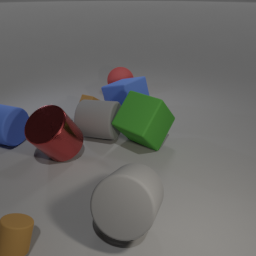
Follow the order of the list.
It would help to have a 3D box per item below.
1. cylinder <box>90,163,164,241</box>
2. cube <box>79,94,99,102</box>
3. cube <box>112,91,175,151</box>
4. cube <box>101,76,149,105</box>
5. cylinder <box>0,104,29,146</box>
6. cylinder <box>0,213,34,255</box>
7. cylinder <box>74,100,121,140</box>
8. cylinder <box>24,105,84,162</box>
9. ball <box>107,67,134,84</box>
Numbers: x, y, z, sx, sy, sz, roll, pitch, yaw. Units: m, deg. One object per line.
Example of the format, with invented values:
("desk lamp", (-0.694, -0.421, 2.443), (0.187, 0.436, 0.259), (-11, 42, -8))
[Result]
("cylinder", (0.037, 1.603, 6.374), (1.400, 1.400, 1.400), (8, 5, 14))
("cube", (-1.601, -0.941, 11.852), (0.700, 0.700, 0.700), (15, -7, 38))
("cube", (0.566, -0.250, 9.813), (1.400, 1.400, 1.400), (22, 78, 35))
("cube", (-0.046, -1.312, 12.020), (1.400, 1.400, 1.400), (2, 23, 44))
("cylinder", (-4.582, -0.143, 10.198), (1.400, 1.400, 1.400), (10, 29, 19))
("cylinder", (-2.439, 2.309, 6.026), (0.700, 0.700, 0.700), (12, 6, -1))
("cylinder", (-1.063, -0.324, 10.432), (1.400, 1.400, 1.400), (5, 28, 18))
("cylinder", (-2.344, 0.197, 9.031), (1.400, 1.400, 1.400), (-8, 59, 14))
("ball", (-0.386, -2.483, 14.651), (1.400, 1.400, 1.400), (0, 28, 0))
